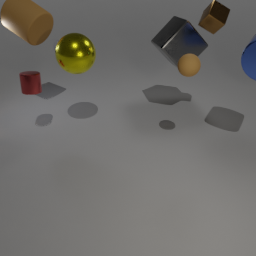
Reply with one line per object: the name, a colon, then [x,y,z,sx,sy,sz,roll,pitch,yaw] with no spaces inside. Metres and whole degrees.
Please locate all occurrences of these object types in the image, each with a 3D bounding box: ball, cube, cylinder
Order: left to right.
cylinder: [-3.850,-4.137,10.747,1.400,1.400,1.400,36,42,8]
cylinder: [-3.428,-1.598,9.888,0.700,0.700,0.700,1,23,0]
ball: [-1.817,-2.581,9.751,1.400,1.400,1.400,0,33,0]
cube: [2.029,-3.389,11.218,1.400,1.400,1.400,-45,29,12]
ball: [1.880,-1.929,8.626,0.700,0.700,0.700,0,33,0]
cube: [3.039,-3.906,9.894,0.700,0.700,0.700,27,73,-11]
cylinder: [4.454,-2.349,8.851,1.400,1.400,1.400,18,39,26]
